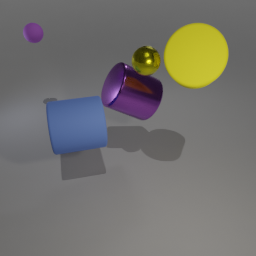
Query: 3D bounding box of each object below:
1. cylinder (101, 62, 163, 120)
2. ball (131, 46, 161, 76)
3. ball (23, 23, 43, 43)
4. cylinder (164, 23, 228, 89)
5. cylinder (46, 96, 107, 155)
[{"bbox_3d":[0.109,-1.092,8.565,1.400,1.400,1.400,19,21,-29],"label":"cylinder"},{"bbox_3d":[0.432,-1.603,6.706,0.700,0.700,0.700,0,31,0],"label":"ball"},{"bbox_3d":[-3.433,-3.449,10.166,0.700,0.700,0.700,0,31,0],"label":"ball"},{"bbox_3d":[1.634,-1.680,6.840,1.400,1.400,1.400,7,8,12],"label":"cylinder"},{"bbox_3d":[-1.356,-0.085,7.484,1.400,1.400,1.400,-8,32,-11],"label":"cylinder"}]
